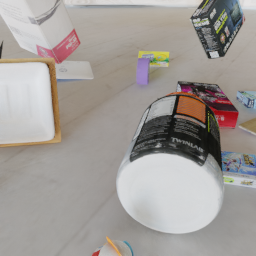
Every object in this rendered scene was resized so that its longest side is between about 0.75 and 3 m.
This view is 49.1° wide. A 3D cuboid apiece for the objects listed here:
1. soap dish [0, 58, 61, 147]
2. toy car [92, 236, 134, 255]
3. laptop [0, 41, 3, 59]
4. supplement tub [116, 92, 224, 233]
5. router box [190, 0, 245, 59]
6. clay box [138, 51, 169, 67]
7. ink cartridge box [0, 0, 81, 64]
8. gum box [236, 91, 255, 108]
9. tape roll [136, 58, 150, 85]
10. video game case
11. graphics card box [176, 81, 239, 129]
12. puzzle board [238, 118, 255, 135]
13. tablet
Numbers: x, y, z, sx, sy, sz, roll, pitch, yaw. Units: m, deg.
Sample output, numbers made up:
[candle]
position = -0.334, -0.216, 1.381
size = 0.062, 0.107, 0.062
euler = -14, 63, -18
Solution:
[soap dish]
position = -3.232, -0.651, 7.333
size = 2.820, 2.219, 1.145
euler = -4, 12, -7
[toy car]
position = -0.221, 1.829, 3.918
size = 0.881, 0.956, 0.845
euler = -17, 33, -29
[laptop]
position = -5.758, -2.641, 11.438
size = 1.633, 0.946, 1.529
euler = -15, 41, 2
[supplement tub]
position = 0.945, 0.430, 5.616
size = 1.774, 1.774, 2.897
euler = 7, 29, 12
[router box]
position = 2.177, -2.591, 6.664
size = 0.476, 1.147, 1.531
euler = 5, 53, 47
[clay box]
position = 1.194, -3.106, 12.611
size = 1.318, 0.546, 2.293
euler = 3, 8, 7
[ink cartridge box]
position = -2.935, -3.611, 8.481
size = 2.100, 2.866, 1.186
euler = 29, 67, 28
[gum box]
position = 4.606, -0.964, 9.502
size = 1.463, 0.326, 1.243
euler = 2, 21, 5
[tape roll]
position = 0.622, -2.288, 11.324
size = 0.446, 1.049, 1.049
euler = 4, 29, 8
[video game case]
position = 2.458, 0.901, 6.365
size = 0.929, 0.233, 1.025
euler = 7, 30, 12
[graphics card box]
position = 2.442, -0.823, 9.052
size = 1.484, 0.602, 2.365
euler = 5, 28, -1
[puzzle board]
position = 4.382, -0.003, 8.103
size = 1.896, 0.165, 1.429
euler = -19, 35, -29
[tablet]
position = -2.865, -2.593, 12.292
size = 2.528, 0.173, 1.645
euler = -3, 39, -16
